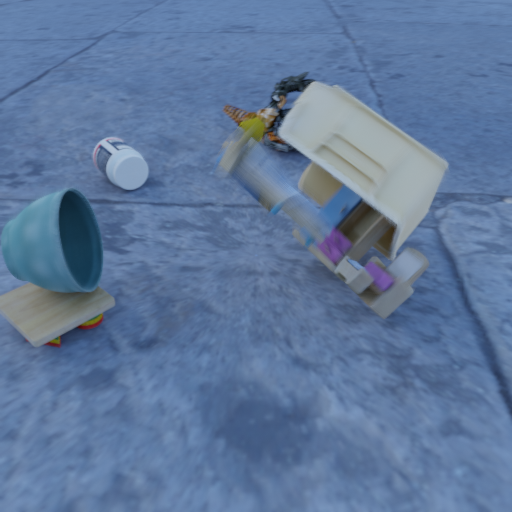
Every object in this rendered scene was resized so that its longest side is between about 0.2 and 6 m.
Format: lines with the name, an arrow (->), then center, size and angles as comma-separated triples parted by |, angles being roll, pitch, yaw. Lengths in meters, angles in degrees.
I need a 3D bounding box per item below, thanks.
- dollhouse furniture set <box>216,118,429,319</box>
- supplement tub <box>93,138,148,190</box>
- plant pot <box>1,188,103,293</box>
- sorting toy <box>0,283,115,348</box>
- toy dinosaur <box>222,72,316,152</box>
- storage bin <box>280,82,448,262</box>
dollhouse furniture set -> 1.115, -0.880, 7.822 | 1.678, 2.571, 2.428 | -47, 44, 4
supplement tub -> -2.863, -1.948, 11.827 | 0.833, 0.833, 1.187 | -21, 39, -28
plant pot -> -2.892, -0.150, 7.847 | 0.980, 1.463, 1.463 | -8, 33, 6
sorting toy -> -2.874, 0.796, 8.050 | 1.240, 0.434, 1.248 | 29, 43, 35
toy dinosaur -> 0.577, -3.345, 13.558 | 3.031, 1.548, 2.057 | 32, 58, 8
storage bin -> 1.561, -1.237, 8.593 | 2.286, 2.303, 1.079 | 40, 88, 16
